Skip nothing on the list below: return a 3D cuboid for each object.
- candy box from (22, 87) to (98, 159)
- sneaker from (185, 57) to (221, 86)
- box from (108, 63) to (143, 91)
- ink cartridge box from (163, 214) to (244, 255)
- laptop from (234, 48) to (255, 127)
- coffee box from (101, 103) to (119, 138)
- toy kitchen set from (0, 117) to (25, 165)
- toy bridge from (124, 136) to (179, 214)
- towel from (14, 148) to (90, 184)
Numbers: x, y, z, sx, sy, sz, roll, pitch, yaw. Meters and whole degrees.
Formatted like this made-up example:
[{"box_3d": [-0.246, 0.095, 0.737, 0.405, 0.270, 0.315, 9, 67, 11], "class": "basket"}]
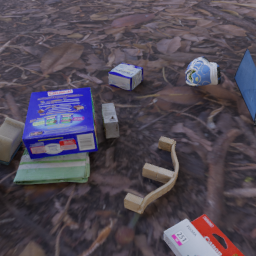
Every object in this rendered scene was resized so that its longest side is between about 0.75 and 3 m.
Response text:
[{"box_3d": [-2.008, -0.243, 8.633, 1.981, 0.902, 2.343, -7, 41, -5], "class": "candy box"}, {"box_3d": [2.733, -2.250, 11.165, 1.037, 1.020, 2.693, -10, 15, -1], "class": "sneaker"}, {"box_3d": [-0.075, -2.174, 11.803, 1.065, 0.607, 1.157, 19, 43, 23], "class": "box"}, {"box_3d": [1.693, 2.574, 6.028, 1.269, 0.318, 1.462, -21, 43, -23], "class": "ink cartridge box"}, {"box_3d": [5.250, -1.307, 9.857, 2.879, 1.669, 2.696, 18, 42, 21], "class": "laptop"}, {"box_3d": [-0.606, -0.270, 9.365, 0.454, 0.651, 1.138, -7, 38, -7], "class": "coffee box"}, {"box_3d": [-4.780, 0.609, 7.896, 2.870, 1.691, 2.299, 20, 38, -7], "class": "toy kitchen set"}, {"box_3d": [0.851, 1.264, 7.635, 0.922, 0.373, 2.742, 16, 41, 19], "class": "toy bridge"}, {"box_3d": [-2.111, 0.624, 8.529, 2.008, 0.308, 2.632, -2, 39, -2], "class": "towel"}]
